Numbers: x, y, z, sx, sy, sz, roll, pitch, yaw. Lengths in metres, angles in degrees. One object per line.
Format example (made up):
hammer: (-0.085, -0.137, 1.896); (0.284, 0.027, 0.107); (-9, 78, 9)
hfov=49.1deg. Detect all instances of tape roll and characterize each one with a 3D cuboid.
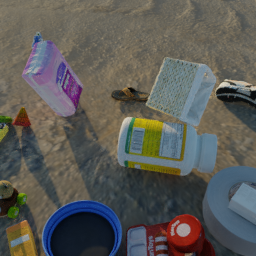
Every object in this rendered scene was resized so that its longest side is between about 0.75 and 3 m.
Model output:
tape roll: (3.466, 2.310, 8.036); (2.518, 0.832, 2.518); (-1, 43, 1)

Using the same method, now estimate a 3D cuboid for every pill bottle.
pill bottle: (1.279, 0.635, 9.189); (2.996, 1.689, 1.689); (7, 43, 9)

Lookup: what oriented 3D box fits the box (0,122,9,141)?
box: (-5.058, 0.362, 10.504); (0.531, 0.354, 1.412); (8, 43, 8)

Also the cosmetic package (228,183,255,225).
cosmetic package: (3.593, 2.216, 7.187); (1.793, 0.454, 0.740); (30, 51, 31)

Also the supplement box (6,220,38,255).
supplement box: (-2.608, 3.318, 7.117); (0.618, 0.598, 1.797); (-20, 46, -20)

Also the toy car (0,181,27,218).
toy car: (-3.686, 1.930, 8.182); (0.977, 1.190, 0.939); (10, 43, 11)

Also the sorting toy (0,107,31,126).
sorting toy: (-4.811, -0.590, 11.093); (2.105, 0.725, 0.730); (11, 10, 11)

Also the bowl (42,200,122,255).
bowl: (-1.210, 2.898, 7.549); (2.089, 0.410, 2.089); (3, 37, -2)

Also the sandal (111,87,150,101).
sandal: (0.124, -1.546, 12.490); (1.743, 0.476, 0.712); (6, 43, 7)

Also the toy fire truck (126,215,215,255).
toy fire truck: (0.955, 3.421, 6.626); (2.185, 1.459, 2.602); (-18, 39, 16)

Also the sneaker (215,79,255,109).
sneaker: (5.284, -1.562, 12.140); (2.738, 1.009, 1.095); (18, 44, 18)

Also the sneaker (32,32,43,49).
sneaker: (-5.282, -5.012, 16.187); (0.572, 0.582, 1.510); (-4, 44, -7)

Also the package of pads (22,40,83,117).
package of pads: (-2.792, -1.793, 10.735); (1.019, 2.694, 1.623); (2, 61, 20)

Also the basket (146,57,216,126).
basket: (1.911, -1.264, 9.814); (1.574, 1.957, 1.939); (25, 7, 26)
